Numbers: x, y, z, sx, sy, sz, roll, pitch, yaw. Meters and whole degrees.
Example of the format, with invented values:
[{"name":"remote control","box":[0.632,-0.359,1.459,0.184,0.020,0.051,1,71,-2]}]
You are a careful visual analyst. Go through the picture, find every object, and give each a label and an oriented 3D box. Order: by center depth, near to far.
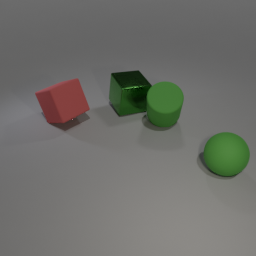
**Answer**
[{"name":"ball","box":[3.146,0.831,8.980,1.400,1.400,1.400,0,32,0]},{"name":"cylinder","box":[1.451,-0.915,11.220,1.400,1.400,1.400,-1,67,3]},{"name":"cube","box":[-2.708,-1.108,11.604,1.400,1.400,1.400,-32,21,-36]},{"name":"cube","box":[0.063,-1.591,12.552,1.400,1.400,1.400,-10,43,-22]}]
